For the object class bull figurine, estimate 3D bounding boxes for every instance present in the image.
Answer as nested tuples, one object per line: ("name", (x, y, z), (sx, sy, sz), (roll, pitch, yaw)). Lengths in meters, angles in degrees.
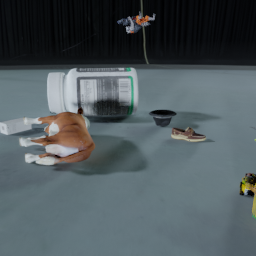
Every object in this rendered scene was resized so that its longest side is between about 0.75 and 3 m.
("bull figurine", (-1.541, 0.124, 6.440), (1.600, 0.858, 2.636), (-8, 15, -15))

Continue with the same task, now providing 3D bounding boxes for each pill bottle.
("pill bottle", (-1.195, -1.248, 9.769), (2.951, 1.669, 1.669), (-2, 16, -6))

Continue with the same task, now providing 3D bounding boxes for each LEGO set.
("LEGO set", (2.873, 0.528, 3.895), (2.406, 1.394, 1.850), (9, 18, 29))

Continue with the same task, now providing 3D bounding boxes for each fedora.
("fedora", (1.074, -0.292, 8.677), (0.924, 0.422, 0.924), (0, 16, 0))

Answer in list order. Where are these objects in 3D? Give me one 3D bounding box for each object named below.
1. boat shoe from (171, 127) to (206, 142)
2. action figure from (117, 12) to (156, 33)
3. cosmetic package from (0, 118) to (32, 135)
("boat shoe", (1.575, 0.141, 7.297), (0.907, 0.327, 0.327), (8, 17, 26))
("action figure", (0.270, -3.965, 10.673), (1.274, 0.666, 1.233), (-26, 6, -35))
("cosmetic package", (-3.216, -0.065, 8.041), (0.410, 0.323, 0.762), (12, 19, 40))
